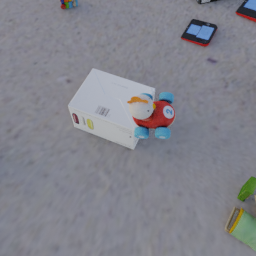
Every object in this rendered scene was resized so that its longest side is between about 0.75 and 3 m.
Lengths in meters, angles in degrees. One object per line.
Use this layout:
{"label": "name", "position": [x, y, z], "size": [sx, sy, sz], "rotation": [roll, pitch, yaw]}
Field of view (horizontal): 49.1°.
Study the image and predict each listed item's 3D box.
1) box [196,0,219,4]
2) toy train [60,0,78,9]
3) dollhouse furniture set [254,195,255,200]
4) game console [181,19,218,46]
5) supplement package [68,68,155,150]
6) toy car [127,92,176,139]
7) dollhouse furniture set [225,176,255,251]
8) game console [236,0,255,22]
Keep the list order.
{"label": "box", "position": [3.505, -5.878, 11.532], "size": [1.879, 0.409, 1.505], "rotation": [-15, 60, -9]}
{"label": "toy train", "position": [-2.283, -5.136, 10.655], "size": [0.689, 1.191, 0.504], "rotation": [-7, 59, -9]}
{"label": "dollhouse furniture set", "position": [3.625, 1.901, 6.754], "size": [0.728, 1.032, 0.723], "rotation": [-19, 72, 32]}
{"label": "game console", "position": [2.626, -3.513, 10.256], "size": [1.049, 0.184, 1.187], "rotation": [25, 62, 14]}
{"label": "supplement package", "position": [-0.420, -0.553, 7.948], "size": [1.942, 1.077, 1.513], "rotation": [20, 60, 13]}
{"label": "toy car", "position": [0.413, -0.380, 5.703], "size": [0.935, 1.057, 0.975], "rotation": [0, 72, 24]}
{"label": "dollhouse furniture set", "position": [3.003, 2.026, 6.638], "size": [0.902, 0.691, 1.377], "rotation": [29, 63, 16]}
{"label": "game console", "position": [5.202, -4.690, 10.919], "size": [1.463, 0.257, 1.655], "rotation": [32, 64, 17]}
